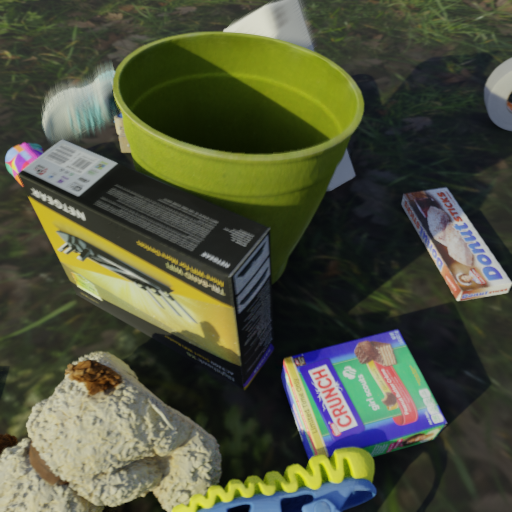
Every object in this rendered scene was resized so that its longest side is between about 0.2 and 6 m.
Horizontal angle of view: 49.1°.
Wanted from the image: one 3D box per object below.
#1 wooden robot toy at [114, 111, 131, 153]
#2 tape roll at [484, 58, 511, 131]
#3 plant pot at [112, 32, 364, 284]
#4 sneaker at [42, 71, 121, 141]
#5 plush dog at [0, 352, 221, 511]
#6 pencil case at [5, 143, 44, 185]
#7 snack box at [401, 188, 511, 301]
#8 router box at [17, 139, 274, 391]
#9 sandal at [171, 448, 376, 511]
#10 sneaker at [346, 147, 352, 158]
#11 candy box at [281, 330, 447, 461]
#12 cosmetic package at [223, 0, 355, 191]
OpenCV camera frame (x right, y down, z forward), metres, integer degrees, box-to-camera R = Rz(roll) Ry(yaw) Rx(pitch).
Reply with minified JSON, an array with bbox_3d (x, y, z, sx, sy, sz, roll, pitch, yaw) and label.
[{"bbox_3d":[-2.672,-3.546,12.888,1.140,1.175,2.589,12,47,11],"label":"wooden robot toy"},{"bbox_3d":[6.070,-3.671,12.650,1.680,1.680,0.555,6,45,5],"label":"tape roll"},{"bbox_3d":[-0.379,-1.217,8.996,3.487,3.358,3.487,4,45,-4],"label":"plant pot"},{"bbox_3d":[-2.880,-2.628,9.796,1.846,0.716,0.797,-41,46,-17],"label":"sneaker"},{"bbox_3d":[-2.162,2.493,6.695,2.763,2.217,2.373,31,77,27],"label":"plush dog"},{"bbox_3d":[-4.180,-1.509,11.133,0.913,0.913,2.065,-34,54,-28],"label":"pencil case"},{"bbox_3d":[3.602,-0.291,10.322,0.936,0.317,2.604,-8,46,-8],"label":"snack box"},{"bbox_3d":[-1.465,0.165,8.126,3.548,2.789,0.927,24,55,23],"label":"router box"},{"bbox_3d":[0.176,3.227,6.383,3.013,1.198,1.312,-14,52,-11],"label":"sandal"},{"bbox_3d":[1.298,-2.999,12.491,1.465,1.226,3.228,2,57,-9],"label":"sneaker"},{"bbox_3d":[1.422,1.988,7.812,1.807,0.696,1.528,-13,52,-10],"label":"candy box"},{"bbox_3d":[0.626,-2.768,10.188,0.824,3.254,1.343,-32,19,-32],"label":"cosmetic package"}]
